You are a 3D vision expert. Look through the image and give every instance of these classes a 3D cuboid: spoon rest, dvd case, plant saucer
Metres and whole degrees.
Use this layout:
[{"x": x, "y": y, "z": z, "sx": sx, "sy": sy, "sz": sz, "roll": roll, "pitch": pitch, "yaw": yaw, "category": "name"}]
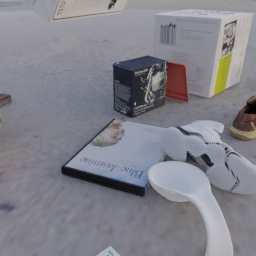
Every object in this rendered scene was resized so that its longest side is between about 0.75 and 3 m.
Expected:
[{"x": 1.109, "y": 1.223, "z": 4.997, "sx": 1.157, "sy": 0.706, "sz": 2.328, "roll": -4, "pitch": 29, "yaw": -14, "category": "spoon rest"}, {"x": -0.065, "y": 0.527, "z": 6.844, "sx": 1.933, "sy": 0.238, "sz": 2.710, "roll": 11, "pitch": 30, "yaw": 20, "category": "dvd case"}, {"x": 1.428, "y": -1.722, "z": 9.759, "sx": 1.544, "sy": 1.547, "sz": 0.284, "roll": 19, "pitch": 53, "yaw": 33, "category": "plant saucer"}]

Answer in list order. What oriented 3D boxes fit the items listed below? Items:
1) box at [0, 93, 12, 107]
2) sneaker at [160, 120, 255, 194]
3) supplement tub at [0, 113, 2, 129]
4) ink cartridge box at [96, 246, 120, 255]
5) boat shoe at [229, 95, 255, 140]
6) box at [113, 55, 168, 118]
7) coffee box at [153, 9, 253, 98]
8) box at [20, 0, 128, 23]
[{"x": -4.418, "y": -0.927, "z": 9.600, "sx": 0.389, "sy": 0.291, "sz": 0.776, "roll": 12, "pitch": 28, "yaw": 21, "category": "box"}, {"x": 1.985, "y": 0.478, "z": 6.222, "sx": 2.354, "sy": 0.884, "sz": 1.353, "roll": 28, "pitch": 35, "yaw": 36, "category": "sneaker"}, {"x": -4.269, "y": -0.396, "z": 6.966, "sx": 1.761, "sy": 1.761, "sz": 2.875, "roll": -18, "pitch": 33, "yaw": -31, "category": "supplement tub"}, {"x": -0.366, "y": 2.119, "z": 3.829, "sx": 0.872, "sy": 0.218, "sz": 0.702, "roll": -21, "pitch": 33, "yaw": -37, "category": "ink cartridge box"}, {"x": 3.817, "y": -0.492, "z": 8.068, "sx": 2.527, "sy": 0.909, "sz": 0.911, "roll": -21, "pitch": 34, "yaw": -35, "category": "boat shoe"}, {"x": 0.386, "y": -1.377, "z": 9.062, "sx": 1.591, "sy": 1.564, "sz": 0.986, "roll": -24, "pitch": 36, "yaw": -36, "category": "box"}, {"x": 2.840, "y": -3.098, "z": 11.077, "sx": 2.738, "sy": 2.742, "sz": 2.711, "roll": 23, "pitch": 35, "yaw": 37, "category": "coffee box"}, {"x": -0.581, "y": -2.697, "z": 4.655, "sx": 0.774, "sy": 1.501, "sz": 2.573, "roll": 38, "pitch": 35, "yaw": 5, "category": "box"}]
